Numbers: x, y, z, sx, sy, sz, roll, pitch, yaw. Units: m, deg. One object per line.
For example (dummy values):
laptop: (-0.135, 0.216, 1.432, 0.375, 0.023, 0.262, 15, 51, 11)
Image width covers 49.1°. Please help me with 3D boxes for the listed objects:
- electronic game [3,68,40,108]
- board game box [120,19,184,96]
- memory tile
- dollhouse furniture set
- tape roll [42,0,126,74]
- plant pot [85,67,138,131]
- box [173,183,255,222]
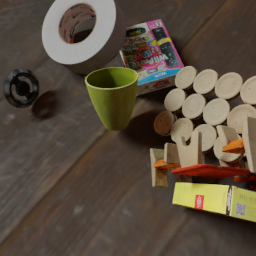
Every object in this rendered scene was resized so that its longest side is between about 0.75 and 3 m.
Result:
electronic game: (-2.862, -1.071, 7.586, 0.224, 1.075, 1.075, 14, 65, 35)
board game box: (0.622, -2.100, 8.235, 1.497, 0.652, 2.029, -17, 69, -7)
memory tile: (1.851, -0.425, 6.653, 2.636, 0.221, 2.020, 25, 90, 49)
dollhouse furniture set: (2.187, 0.962, 5.998, 2.665, 2.694, 1.388, 10, 70, -31)
tape roll: (-1.255, -2.784, 7.964, 2.355, 0.778, 2.355, -4, 79, 22)
plant pot: (-0.343, -0.638, 6.923, 1.248, 1.334, 1.248, -3, 33, 2)
box: (1.751, 1.472, 5.745, 0.806, 2.141, 0.537, 16, 77, -16)
